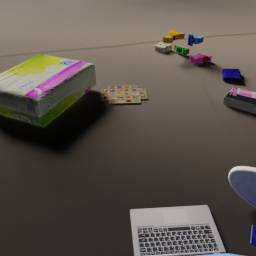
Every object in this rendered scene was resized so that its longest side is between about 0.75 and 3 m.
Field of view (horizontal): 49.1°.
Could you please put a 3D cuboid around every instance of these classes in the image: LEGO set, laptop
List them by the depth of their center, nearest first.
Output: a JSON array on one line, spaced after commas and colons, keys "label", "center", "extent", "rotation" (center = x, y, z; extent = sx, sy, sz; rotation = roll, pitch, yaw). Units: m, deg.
[{"label": "laptop", "center": [0.823, 1.589, 4.362], "extent": [1.488, 0.921, 1.589], "rotation": [-2, 34, -4]}, {"label": "LEGO set", "center": [2.072, -3.467, 11.710], "extent": [1.096, 1.019, 2.670], "rotation": [-29, 42, -36]}]

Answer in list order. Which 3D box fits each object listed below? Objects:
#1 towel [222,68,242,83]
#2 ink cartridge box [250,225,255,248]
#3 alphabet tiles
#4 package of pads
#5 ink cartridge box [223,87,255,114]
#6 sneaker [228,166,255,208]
[{"label": "towel", "center": [3.769, -1.935, 10.147], "extent": [0.661, 0.222, 0.895], "rotation": [9, 35, 11]}, {"label": "ink cartridge box", "center": [2.590, 1.944, 4.178], "extent": [1.478, 0.564, 1.008], "rotation": [13, 36, 21]}, {"label": "alphabet tiles", "center": [-0.133, -1.093, 9.066], "extent": [1.471, 0.047, 1.224], "rotation": [-2, 35, -3]}, {"label": "package of pads", "center": [-2.629, -1.298, 8.536], "extent": [2.214, 0.977, 2.866], "rotation": [14, 37, 20]}, {"label": "ink cartridge box", "center": [3.845, -0.729, 8.331], "extent": [1.772, 0.329, 0.839], "rotation": [23, 41, 27]}, {"label": "sneaker", "center": [3.129, 1.056, 5.294], "extent": [2.381, 0.842, 1.181], "rotation": [17, 35, 14]}]
